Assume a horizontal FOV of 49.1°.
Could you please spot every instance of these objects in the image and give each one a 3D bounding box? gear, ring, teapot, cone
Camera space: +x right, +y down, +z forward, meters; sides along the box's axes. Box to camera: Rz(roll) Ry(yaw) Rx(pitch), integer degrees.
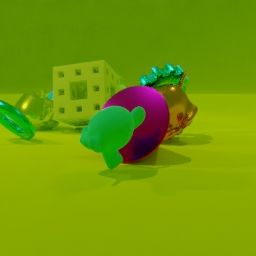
[{"bbox_3d":[0.727,-0.868,6.314,1.286,1.286,0.238,-5,52,-31],"label":"gear"},{"bbox_3d":[-2.447,-0.171,5.916,1.131,1.131,0.226,7,53,41],"label":"ring"},{"bbox_3d":[-2.488,-0.586,7.843,1.282,1.010,2.062,15,7,-36],"label":"teapot"},{"bbox_3d":[0.314,0.129,4.876,1.280,1.280,1.285,4,-18,29],"label":"cone"}]

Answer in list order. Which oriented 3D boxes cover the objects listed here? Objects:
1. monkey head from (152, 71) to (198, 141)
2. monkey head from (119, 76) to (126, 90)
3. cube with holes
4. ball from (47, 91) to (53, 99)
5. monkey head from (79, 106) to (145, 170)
[{"bbox_3d":[0.782,-0.312,6.022,1.828,1.102,1.315,-39,-11,0],"label":"monkey head"},{"bbox_3d":[-0.171,-1.338,12.264,1.264,1.758,1.059,-16,-5,-44],"label":"monkey head"},{"bbox_3d":[-1.054,-0.848,7.551,1.382,1.382,1.382,-4,-7,13],"label":"cube with holes"},{"bbox_3d":[-2.356,-0.836,10.015,1.162,1.162,1.162,0,8,0],"label":"ball"},{"bbox_3d":[-0.185,0.130,3.596,0.651,0.777,1.080,-20,11,44],"label":"monkey head"}]
